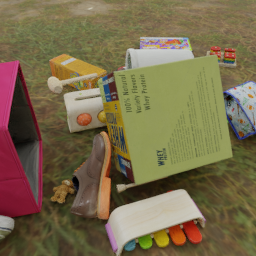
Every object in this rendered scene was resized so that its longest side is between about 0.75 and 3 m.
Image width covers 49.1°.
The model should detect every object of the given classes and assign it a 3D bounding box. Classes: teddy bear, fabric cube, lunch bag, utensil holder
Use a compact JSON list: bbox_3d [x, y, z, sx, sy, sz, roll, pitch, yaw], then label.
[{"bbox_3d":[-1.729,1.668,7.470,0.572,0.263,0.788,13,42,36],"label":"teddy bear"},{"bbox_3d":[-3.919,0.424,6.911,2.967,2.977,2.920,-10,41,-9],"label":"fabric cube"},{"bbox_3d":[4.052,-0.668,9.447,1.449,1.055,1.704,-23,80,-25],"label":"lunch bag"},{"bbox_3d":[1.190,-2.059,10.927,2.378,2.021,2.021,-2,38,-8],"label":"utensil holder"}]

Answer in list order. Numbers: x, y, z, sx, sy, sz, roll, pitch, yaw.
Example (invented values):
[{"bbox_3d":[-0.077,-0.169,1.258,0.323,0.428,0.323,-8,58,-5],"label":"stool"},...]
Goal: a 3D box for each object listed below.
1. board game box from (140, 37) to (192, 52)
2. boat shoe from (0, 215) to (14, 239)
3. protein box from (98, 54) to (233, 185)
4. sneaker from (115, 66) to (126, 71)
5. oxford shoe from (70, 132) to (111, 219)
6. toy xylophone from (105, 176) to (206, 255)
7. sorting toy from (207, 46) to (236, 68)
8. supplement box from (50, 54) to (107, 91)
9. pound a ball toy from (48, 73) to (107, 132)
[{"bbox_3d":[1.923,-4.149,14.678,2.598,0.582,1.747,1,38,2],"label":"board game box"},{"bbox_3d":[-3.794,2.500,6.122,2.558,0.921,0.794,-10,58,-2],"label":"boat shoe"},{"bbox_3d":[0.931,-0.295,7.608,2.751,2.731,1.856,-13,7,-16],"label":"protein box"},{"bbox_3d":[0.112,-2.432,12.529,1.473,0.521,0.720,-6,36,-9],"label":"sneaker"},{"bbox_3d":[-0.978,1.099,7.586,1.031,1.008,2.828,1,38,-4],"label":"oxford shoe"},{"bbox_3d":[0.630,2.026,6.772,2.405,0.604,1.761,-7,39,-9],"label":"toy xylophone"},{"bbox_3d":[4.704,-3.633,14.080,1.437,0.503,1.446,9,39,12],"label":"sorting toy"},{"bbox_3d":[-2.146,-2.313,12.075,2.735,0.910,0.941,25,45,30],"label":"supplement box"},{"bbox_3d":[-1.098,-0.868,9.458,2.844,1.855,1.208,-11,40,-15],"label":"pound a ball toy"}]
